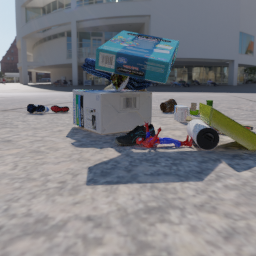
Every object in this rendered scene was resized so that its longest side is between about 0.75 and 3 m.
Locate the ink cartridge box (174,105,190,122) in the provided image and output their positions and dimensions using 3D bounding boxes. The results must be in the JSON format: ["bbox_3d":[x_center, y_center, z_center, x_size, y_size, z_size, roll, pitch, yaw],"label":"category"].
[{"bbox_3d":[2.445,-0.656,12.775,0.404,0.685,1.190,-2,9,-5],"label":"ink cartridge box"}]

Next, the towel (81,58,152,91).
[{"bbox_3d":[-0.423,-2.142,11.140,2.637,0.640,1.472,23,19,25],"label":"towel"}]

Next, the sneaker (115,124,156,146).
[{"bbox_3d":[0.219,0.189,8.145,1.363,0.540,0.514,-7,13,-32],"label":"sneaker"}]

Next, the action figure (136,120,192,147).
[{"bbox_3d":[0.980,0.164,7.783,1.528,0.756,0.499,-3,9,-5],"label":"action figure"}]

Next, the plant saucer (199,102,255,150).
[{"bbox_3d":[2.820,-0.022,7.879,1.825,0.438,1.828,31,10,-1],"label":"plant saucer"}]

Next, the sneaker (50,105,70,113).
[{"bbox_3d":[-4.007,-1.072,16.536,1.103,0.438,0.527,5,-5,-8],"label":"sneaker"}]

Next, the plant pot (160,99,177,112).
[{"bbox_3d":[2.374,-1.302,16.723,0.792,0.800,0.800,-16,17,-34],"label":"plant pot"}]

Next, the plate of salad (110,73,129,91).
[{"bbox_3d":[-0.322,-1.826,9.844,0.254,1.057,1.057,3,6,-38],"label":"plate of salad"}]

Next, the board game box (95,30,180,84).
[{"bbox_3d":[0.453,-2.506,9.493,2.230,0.693,2.953,14,31,9],"label":"board game box"}]

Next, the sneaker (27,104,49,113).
[{"bbox_3d":[-5.193,-1.065,16.100,1.501,0.568,0.578,9,-2,27],"label":"sneaker"}]

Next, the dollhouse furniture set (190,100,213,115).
[{"bbox_3d":[3.658,-1.196,15.740,2.075,0.801,1.037,8,12,39],"label":"dollhouse furniture set"}]

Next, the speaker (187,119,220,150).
[{"bbox_3d":[2.109,0.153,8.007,0.636,0.636,1.567,0,10,2],"label":"speaker"}]

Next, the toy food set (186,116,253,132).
[{"bbox_3d":[3.253,0.000,9.999,2.365,0.372,1.503,10,12,14],"label":"toy food set"}]

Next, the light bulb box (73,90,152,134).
[{"bbox_3d":[-0.655,-0.736,10.861,2.297,1.446,2.318,-6,13,-35],"label":"light bulb box"}]

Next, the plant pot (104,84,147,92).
[{"bbox_3d":[-0.397,-2.074,17.671,2.365,2.365,2.165,-8,1,-40],"label":"plant pot"}]
